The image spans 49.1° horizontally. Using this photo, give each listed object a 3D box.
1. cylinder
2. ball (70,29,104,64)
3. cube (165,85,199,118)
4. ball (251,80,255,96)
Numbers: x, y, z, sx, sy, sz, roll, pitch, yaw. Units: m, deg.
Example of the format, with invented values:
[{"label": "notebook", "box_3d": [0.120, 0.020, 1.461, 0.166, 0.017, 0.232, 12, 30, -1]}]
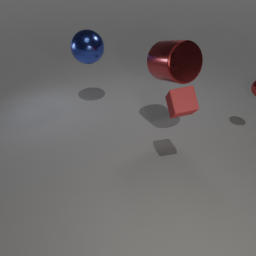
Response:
[{"label": "cylinder", "box_3d": [1.579, -2.284, 9.621, 1.400, 1.400, 1.400, -15, 21, -22]}, {"label": "ball", "box_3d": [-1.692, -3.382, 11.702, 1.400, 1.400, 1.400, 0, 32, 0]}, {"label": "cube", "box_3d": [1.535, -0.732, 8.025, 0.700, 0.700, 0.700, -12, -8, -4]}, {"label": "ball", "box_3d": [4.863, -1.456, 10.205, 0.700, 0.700, 0.700, 0, 32, 0]}]
